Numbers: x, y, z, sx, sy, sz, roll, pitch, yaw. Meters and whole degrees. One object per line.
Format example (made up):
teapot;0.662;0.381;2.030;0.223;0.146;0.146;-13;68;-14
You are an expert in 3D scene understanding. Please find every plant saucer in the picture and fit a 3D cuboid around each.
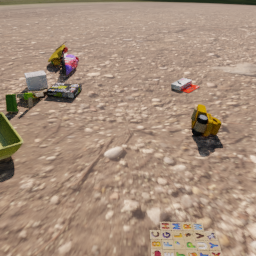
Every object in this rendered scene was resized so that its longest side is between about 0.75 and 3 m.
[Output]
plant saucer;-4.699;0.513;8.513;2.438;0.584;2.441;-20;35;-30

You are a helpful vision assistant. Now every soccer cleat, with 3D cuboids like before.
soccer cleat;-3.139;-3.507;15.276;0.878;0.819;2.400;1;28;-10

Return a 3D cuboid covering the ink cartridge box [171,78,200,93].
ink cartridge box;2.727;-2.022;13.229;0.955;0.240;1.100;22;37;35

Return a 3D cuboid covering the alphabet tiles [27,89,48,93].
alphabet tiles;-4.043;-1.677;12.638;0.945;0.036;0.790;-7;17;-23

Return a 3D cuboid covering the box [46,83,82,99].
box;-2.852;-1.698;12.610;1.303;0.288;1.044;6;31;10

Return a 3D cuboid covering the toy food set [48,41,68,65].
toy food set;-3.988;-4.299;16.579;1.179;0.654;2.004;-28;31;26

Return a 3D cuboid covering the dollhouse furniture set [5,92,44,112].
dollhouse furniture set;-4.281;-1.113;11.639;0.888;0.686;1.776;0;10;14

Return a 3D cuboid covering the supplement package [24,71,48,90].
supplement package;-4.297;-2.226;13.132;0.884;0.671;0.666;-14;33;-23

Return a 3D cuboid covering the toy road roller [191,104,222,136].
toy road roller;2.690;-0.207;9.668;0.865;0.728;1.185;13;36;-2

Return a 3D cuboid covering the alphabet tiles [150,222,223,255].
alphabet tiles;1.173;2.419;5.772;1.429;0.045;1.189;1;31;1
